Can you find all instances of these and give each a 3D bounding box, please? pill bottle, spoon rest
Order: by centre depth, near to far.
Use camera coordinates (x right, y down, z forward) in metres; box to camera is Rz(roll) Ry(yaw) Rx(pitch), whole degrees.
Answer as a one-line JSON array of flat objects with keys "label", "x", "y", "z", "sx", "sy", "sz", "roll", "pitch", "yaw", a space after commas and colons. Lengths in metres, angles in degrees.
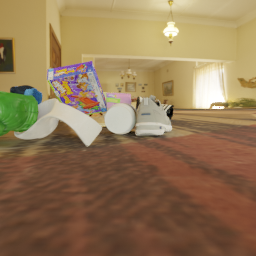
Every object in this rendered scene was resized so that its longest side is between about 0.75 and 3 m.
[{"label": "spoon rest", "x": -1.491, "y": -0.169, "z": 5.434, "sx": 2.239, "sy": 0.679, "sz": 1.112, "roll": 8, "pitch": 51, "yaw": 42}, {"label": "pill bottle", "x": -0.153, "y": -0.246, "z": 6.959, "sx": 0.754, "sy": 0.754, "sz": 1.333, "roll": 0, "pitch": 5, "yaw": 6}]

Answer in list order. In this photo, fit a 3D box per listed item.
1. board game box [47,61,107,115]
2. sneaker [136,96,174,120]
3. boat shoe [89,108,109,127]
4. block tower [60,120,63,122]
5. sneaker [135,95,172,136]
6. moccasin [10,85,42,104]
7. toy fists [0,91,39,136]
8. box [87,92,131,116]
[{"label": "board game box", "x": -1.097, "y": -0.818, "z": 6.353, "sx": 0.968, "sy": 0.322, "sz": 1.440, "roll": -10, "pitch": -32, "yaw": 4}, {"label": "sneaker", "x": 1.187, "y": -0.744, "z": 12.866, "sx": 1.618, "sy": 1.061, "sz": 2.812, "roll": 8, "pitch": 12, "yaw": -6}, {"label": "boat shoe", "x": -0.889, "y": -0.409, "z": 9.107, "sx": 0.760, "sy": 0.713, "sz": 2.061, "roll": 2, "pitch": 5, "yaw": 25}, {"label": "block tower", "x": -2.288, "y": -0.378, "z": 11.249, "sx": 1.080, "sy": 0.312, "sz": 0.292, "roll": 3, "pitch": 5, "yaw": 39}, {"label": "sneaker", "x": 0.697, "y": -0.360, "z": 7.130, "sx": 0.863, "sy": 0.947, "sz": 2.310, "roll": 1, "pitch": 5, "yaw": 8}, {"label": "moccasin", "x": -2.342, "y": -0.722, "z": 6.518, "sx": 0.527, "sy": 0.622, "sz": 1.546, "roll": 15, "pitch": -16, "yaw": -7}, {"label": "toy fists", "x": -3.121, "y": -0.211, "z": 5.513, "sx": 2.804, "sy": 0.964, "sz": 1.429, "roll": 1, "pitch": 0, "yaw": 38}, {"label": "box", "x": -1.480, "y": -1.022, "z": 13.245, "sx": 2.556, "sy": 1.236, "sz": 2.249, "roll": 3, "pitch": 6, "yaw": 28}]
